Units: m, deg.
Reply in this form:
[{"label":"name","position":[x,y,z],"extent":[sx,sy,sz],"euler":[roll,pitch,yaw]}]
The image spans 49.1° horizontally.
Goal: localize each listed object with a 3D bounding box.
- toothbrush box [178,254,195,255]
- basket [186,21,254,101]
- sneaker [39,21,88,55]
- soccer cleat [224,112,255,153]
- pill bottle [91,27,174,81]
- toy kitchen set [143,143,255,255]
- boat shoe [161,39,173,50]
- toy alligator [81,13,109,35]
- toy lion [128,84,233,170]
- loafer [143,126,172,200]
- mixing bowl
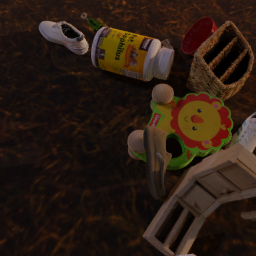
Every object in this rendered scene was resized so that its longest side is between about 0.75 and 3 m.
[{"label":"toothbrush box","position":[1.852,3.892,5.971],"extent":[2.091,0.892,1.531],"euler":[29,59,-2]},{"label":"basket","position":[3.469,-2.259,9.932],"extent":[1.709,1.784,2.394],"euler":[36,62,22]},{"label":"sneaker","position":[-2.696,-4.010,11.629],"extent":[2.576,0.912,0.941],"euler":[29,61,18]},{"label":"soccer cleat","position":[3.707,0.233,8.736],"extent":[0.784,0.969,2.244],"euler":[32,62,20]},{"label":"pill bottle","position":[0.194,-2.658,10.324],"extent":[2.827,1.544,1.544],"euler":[17,58,12]},{"label":"toy kitchen set","position":[2.190,2.179,6.525],"extent":[2.138,2.620,2.364],"euler":[39,64,2]},{"label":"boat shoe","position":[1.573,-3.166,11.391],"extent":[0.415,0.438,1.156],"euler":[-11,47,-3]},{"label":"toy alligator","position":[-1.376,-4.446,12.200],"extent":[0.628,0.455,1.895],"euler":[-46,63,9]},{"label":"toy lion","position":[1.735,0.043,8.713],"extent":[2.759,0.988,2.879],"euler":[24,68,11]},{"label":"loafer","position":[0.851,0.924,7.654],"extent":[0.683,0.770,2.025],"euler":[-4,84,-6]},{"label":"mixing bowl","position":[2.992,-3.449,11.089],"extent":[0.859,1.586,1.586],"euler":[26,50,-29]}]
